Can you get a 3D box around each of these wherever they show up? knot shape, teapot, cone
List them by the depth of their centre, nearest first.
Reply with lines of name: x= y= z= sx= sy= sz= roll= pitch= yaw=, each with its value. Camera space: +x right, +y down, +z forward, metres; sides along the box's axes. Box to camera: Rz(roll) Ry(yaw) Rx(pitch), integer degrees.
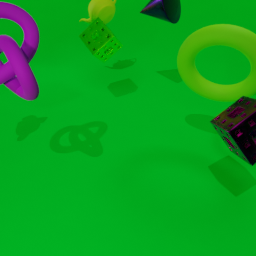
knot shape: x=-2.376 y=-1.246 z=5.156 sx=1.643 sy=1.756 sz=0.811 roll=-15 pitch=2 yaw=25
cone: x=0.834 y=-3.661 z=8.548 sx=1.162 sy=1.158 sz=1.158 roll=0 pitch=34 yaw=37
teapot: x=-0.985 y=-4.016 z=9.567 sx=1.541 sy=0.958 sz=0.754 roll=-40 pitch=67 yaw=4

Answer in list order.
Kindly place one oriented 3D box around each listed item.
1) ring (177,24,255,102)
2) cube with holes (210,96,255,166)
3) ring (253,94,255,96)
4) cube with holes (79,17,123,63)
ring: x=2.086 y=-1.363 z=6.240 sx=2.031 sy=2.031 sz=0.406 roll=16 pitch=57 yaw=18
cube with holes: x=2.052 y=0.021 z=4.815 sx=0.759 sy=0.759 sz=0.759 roll=-38 pitch=15 yaw=4
ring: x=3.297 y=-1.056 z=7.349 sx=1.347 sy=0.269 sz=1.347 roll=-13 pitch=10 yaw=2
cube with holes: x=-0.802 y=-2.618 z=8.434 sx=0.805 sy=0.805 sz=0.805 roll=-40 pitch=75 yaw=12
